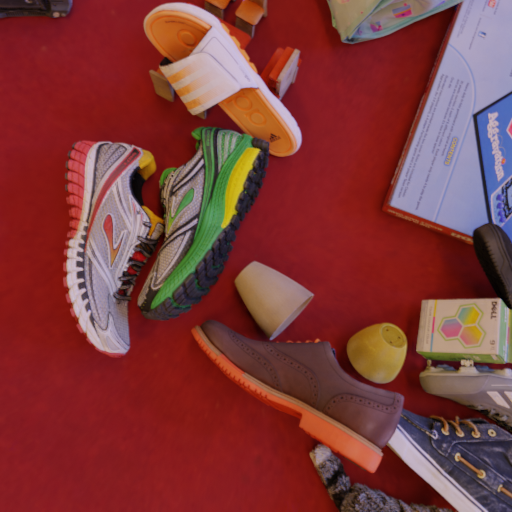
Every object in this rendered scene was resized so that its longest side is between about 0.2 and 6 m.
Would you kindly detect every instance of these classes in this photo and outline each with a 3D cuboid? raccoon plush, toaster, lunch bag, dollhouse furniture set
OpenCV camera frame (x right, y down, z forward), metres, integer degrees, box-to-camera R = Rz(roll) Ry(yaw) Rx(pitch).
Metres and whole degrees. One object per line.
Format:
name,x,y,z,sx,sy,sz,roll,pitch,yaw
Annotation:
raccoon plush,1.860,3.399,7.881,1.389,1.003,2.073,-25,82,-11
toaster,-3.880,-4.577,8.876,1.924,1.093,1.242,-3,78,-3
lunch bag,2.144,-4.772,8.572,2.598,1.584,2.213,-21,82,22
dollhouse furniture set,-0.371,-3.199,8.679,2.070,1.078,2.092,30,83,4

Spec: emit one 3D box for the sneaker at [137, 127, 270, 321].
sneaker,-0.954,-0.496,8.380,1.341,1.228,3.148,22,74,10

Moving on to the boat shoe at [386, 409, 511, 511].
boat shoe,2.721,2.623,7.964,2.833,1.002,1.286,43,85,-2

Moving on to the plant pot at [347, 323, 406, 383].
plant pot,1.825,1.312,8.070,0.843,0.599,0.843,15,44,-15

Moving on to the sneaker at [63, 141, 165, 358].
sneaker,-2.017,-0.159,8.173,1.329,1.259,3.236,-2,83,-1

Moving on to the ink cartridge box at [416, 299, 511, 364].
ink cartridge box,3.112,1.058,7.904,1.547,0.459,0.803,-4,62,37

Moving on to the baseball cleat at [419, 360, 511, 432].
baseball cleat,3.741,2.285,7.971,2.814,0.981,1.498,4,82,2

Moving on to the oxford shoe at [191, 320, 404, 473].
oxford shoe,0.495,1.599,7.739,3.170,1.128,1.150,29,78,25

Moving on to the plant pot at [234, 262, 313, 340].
plant pot,0.184,0.571,8.300,0.920,0.920,0.982,-45,77,-6

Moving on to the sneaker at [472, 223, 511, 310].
sneaker,4.341,0.498,8.095,1.469,0.846,2.816,-28,103,8

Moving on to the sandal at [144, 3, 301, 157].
sandal,-0.439,-2.269,7.964,2.901,1.111,0.831,41,55,-26

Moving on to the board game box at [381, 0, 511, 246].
board game box,4.238,-2.754,8.893,2.822,0.533,5.482,21,83,4
